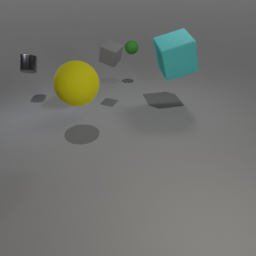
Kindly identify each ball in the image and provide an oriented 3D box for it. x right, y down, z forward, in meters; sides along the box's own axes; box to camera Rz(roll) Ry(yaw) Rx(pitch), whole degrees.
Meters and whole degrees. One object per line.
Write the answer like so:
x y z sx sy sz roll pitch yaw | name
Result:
0.187 -4.158 14.449 0.700 0.700 0.700 0 29 0 | ball
-1.599 -1.378 8.714 1.400 1.400 1.400 0 29 0 | ball

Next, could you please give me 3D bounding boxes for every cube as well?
1.974 -3.051 11.644 1.400 1.400 1.400 -17 40 2 | cube
-0.685 -2.994 11.229 0.700 0.700 0.700 23 47 10 | cube

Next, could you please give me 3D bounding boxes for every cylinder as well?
-4.363 -2.807 12.282 0.700 0.700 0.700 2 -1 0 | cylinder
